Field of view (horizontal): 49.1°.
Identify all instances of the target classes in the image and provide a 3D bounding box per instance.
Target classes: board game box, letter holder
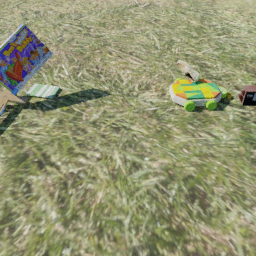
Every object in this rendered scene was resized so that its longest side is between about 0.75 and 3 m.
[{"bbox_3d":[-4.200,-2.590,10.697,2.243,1.508,0.502,-51,33,-10],"label":"board game box"},{"bbox_3d":[5.254,-1.423,11.417,1.301,0.654,0.925,1,37,2],"label":"letter holder"}]

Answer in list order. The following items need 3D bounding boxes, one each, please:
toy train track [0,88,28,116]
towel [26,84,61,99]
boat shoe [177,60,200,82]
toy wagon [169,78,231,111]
[{"bbox_3d":[-4.859,-0.634,10.635,1.686,0.478,2.940,9,44,-4],"label":"toy train track"},{"bbox_3d":[-3.625,-1.574,12.015,1.211,0.142,0.924,8,40,9],"label":"towel"},{"bbox_3d":[2.474,-2.373,11.749,0.386,0.429,1.189,-42,76,-17],"label":"boat shoe"},{"bbox_3d":[3.041,-1.489,11.603,2.550,0.504,1.978,-3,39,-4],"label":"toy wagon"}]
